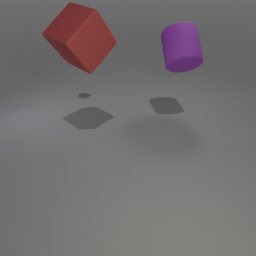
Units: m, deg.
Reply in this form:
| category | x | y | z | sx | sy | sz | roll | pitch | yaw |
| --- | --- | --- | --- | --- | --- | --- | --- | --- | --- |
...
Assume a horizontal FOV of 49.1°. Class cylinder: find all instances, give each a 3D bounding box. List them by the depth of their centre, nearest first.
| category | x | y | z | sx | sy | sz | roll | pitch | yaw |
| --- | --- | --- | --- | --- | --- | --- | --- | --- | --- |
| cylinder | 2.029 | -3.018 | 10.602 | 1.400 | 1.400 | 1.400 | -6 | -13 | -1 |

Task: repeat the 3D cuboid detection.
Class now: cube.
| category | x | y | z | sx | sy | sz | roll | pitch | yaw |
| --- | --- | --- | --- | --- | --- | --- | --- | --- | --- |
| cube | -1.492 | -2.818 | 8.806 | 1.400 | 1.400 | 1.400 | 32 | 80 | 37 |
